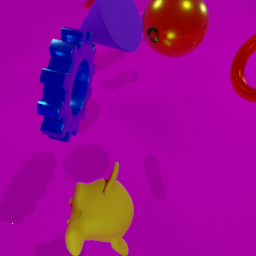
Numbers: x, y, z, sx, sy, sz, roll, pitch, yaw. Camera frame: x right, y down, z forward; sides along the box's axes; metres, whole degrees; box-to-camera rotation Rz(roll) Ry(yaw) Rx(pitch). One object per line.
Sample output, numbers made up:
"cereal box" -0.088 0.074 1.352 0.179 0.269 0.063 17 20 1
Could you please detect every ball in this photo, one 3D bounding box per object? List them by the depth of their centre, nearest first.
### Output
"ball" 0.828 -1.846 4.955 1.174 1.174 1.174 0 56 0

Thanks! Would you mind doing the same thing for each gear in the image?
"gear" -1.041 -0.768 5.108 0.371 2.007 2.007 13 57 4

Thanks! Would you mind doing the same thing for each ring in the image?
"ring" 2.465 -1.130 5.094 0.275 1.375 1.375 11 49 -32

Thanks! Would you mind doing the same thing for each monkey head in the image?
"monkey head" -0.443 1.488 4.625 1.070 1.776 1.277 -4 17 4

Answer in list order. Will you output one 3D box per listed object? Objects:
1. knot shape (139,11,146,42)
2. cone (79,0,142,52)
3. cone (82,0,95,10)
"knot shape" 0.747 -3.154 8.085 1.294 1.211 0.598 -19 65 -27
"cone" -0.761 -2.493 6.982 1.615 1.609 1.609 -7 49 35
"cone" -0.779 -4.317 8.925 1.188 1.193 1.188 13 16 -4
